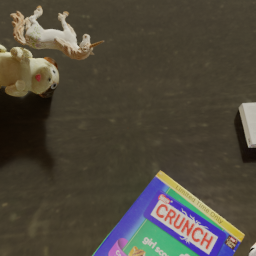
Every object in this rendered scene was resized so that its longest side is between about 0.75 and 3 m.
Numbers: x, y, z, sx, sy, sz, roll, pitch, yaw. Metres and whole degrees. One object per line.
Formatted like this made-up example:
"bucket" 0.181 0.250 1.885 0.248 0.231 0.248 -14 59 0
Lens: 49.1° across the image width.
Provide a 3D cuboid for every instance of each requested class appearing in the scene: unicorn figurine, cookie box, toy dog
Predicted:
"unicorn figurine" -1.855 -2.454 7.442 2.321 0.857 1.594 -7 62 -6
"cookie box" 0.836 2.908 6.577 2.448 1.075 2.862 36 72 15
"toy dog" -3.112 -1.534 8.161 2.140 2.075 1.493 9 88 -11

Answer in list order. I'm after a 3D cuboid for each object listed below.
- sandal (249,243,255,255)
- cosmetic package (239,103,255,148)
"sandal" 3.479 3.032 6.915 1.657 0.475 0.635 -14 84 -27
"cosmetic package" 3.913 -0.109 8.198 0.989 0.339 1.312 -4 68 0
